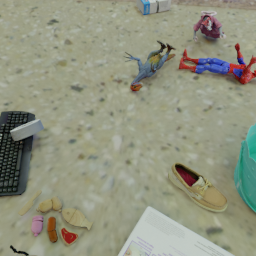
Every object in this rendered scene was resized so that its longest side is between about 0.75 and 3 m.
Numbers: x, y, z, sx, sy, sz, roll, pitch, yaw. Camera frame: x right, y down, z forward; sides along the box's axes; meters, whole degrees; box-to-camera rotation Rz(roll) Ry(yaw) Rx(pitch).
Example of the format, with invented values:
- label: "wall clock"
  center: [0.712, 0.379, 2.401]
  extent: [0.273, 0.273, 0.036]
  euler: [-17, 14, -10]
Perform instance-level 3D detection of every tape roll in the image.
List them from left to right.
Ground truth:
- label: "tape roll"
  center: [-2.808, 0.049, 7.808]
  extent: [0.866, 0.286, 0.866]
  euler: [-21, 12, 5]

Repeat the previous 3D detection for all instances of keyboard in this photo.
- label: "keyboard"
  center: [-3.669, 0.625, 7.902]
  extent: [1.835, 0.297, 2.888]
  euler: [-5, 50, -4]

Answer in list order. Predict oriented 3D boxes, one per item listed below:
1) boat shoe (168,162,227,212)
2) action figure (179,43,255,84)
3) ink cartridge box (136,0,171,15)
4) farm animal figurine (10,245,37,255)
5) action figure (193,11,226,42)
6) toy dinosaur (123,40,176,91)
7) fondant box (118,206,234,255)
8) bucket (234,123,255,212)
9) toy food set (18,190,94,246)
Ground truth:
- label: "boat shoe"
  center: [1.741, 1.461, 7.037]
  extent: [1.667, 0.553, 0.617]
  euler: [31, 57, 23]
- label: "action figure"
  center: [3.359, -2.397, 9.682]
  extent: [2.926, 1.448, 0.955]
  euler: [17, 53, 10]
- label: "ink cartridge box"
  center: [1.184, -5.812, 12.933]
  extent: [1.359, 0.573, 0.992]
  euler: [-14, 52, -11]
- label: "farm animal figurine"
  center: [-1.846, 3.678, 4.786]
  extent: [2.381, 1.255, 2.407]
  euler: [38, 77, 8]
- label: "action figure"
  center: [3.189, -4.009, 10.713]
  extent: [1.259, 1.399, 1.879]
  euler: [8, 8, 22]
- label: "toy dinosaur"
  center: [0.867, -2.024, 9.712]
  extent: [1.133, 2.157, 1.958]
  euler: [39, 102, 38]
- label: "fondant box"
  center: [0.559, 3.262, 5.317]
  extent: [2.036, 0.822, 2.822]
  euler: [26, 58, 20]
- label: "bucket"
  center: [3.820, 1.021, 6.741]
  extent: [2.432, 1.582, 2.432]
  euler: [0, 51, 0]
- label: "toy food set"
  center: [-1.732, 2.224, 6.647]
  extent: [1.607, 0.253, 1.021]
  euler: [31, 57, 14]
